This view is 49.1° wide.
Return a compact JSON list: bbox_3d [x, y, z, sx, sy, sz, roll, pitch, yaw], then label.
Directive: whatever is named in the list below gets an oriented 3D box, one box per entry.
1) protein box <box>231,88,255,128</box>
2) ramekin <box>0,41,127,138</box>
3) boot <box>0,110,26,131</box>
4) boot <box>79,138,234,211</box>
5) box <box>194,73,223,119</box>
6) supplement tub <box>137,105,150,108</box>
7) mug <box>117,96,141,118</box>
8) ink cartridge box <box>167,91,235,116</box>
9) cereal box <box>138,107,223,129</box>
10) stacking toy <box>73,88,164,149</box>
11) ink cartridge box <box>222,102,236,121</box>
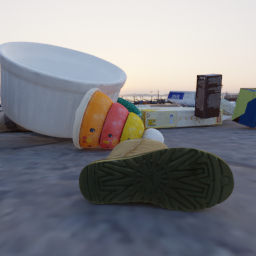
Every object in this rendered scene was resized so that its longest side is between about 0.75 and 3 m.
[{"bbox_3d":[3.526,-0.584,7.765,0.970,0.963,0.655,-7,24,-38],"label":"protein box"},{"bbox_3d":[-1.286,-0.778,5.450,2.365,1.153,2.365,13,24,-6],"label":"ramekin"},{"bbox_3d":[-2.374,-0.215,6.930,1.600,0.769,2.189,-9,7,-28],"label":"boot"},{"bbox_3d":[0.257,0.288,2.469,1.107,0.418,1.264,1,4,12],"label":"boot"},{"bbox_3d":[2.169,-0.868,7.570,0.584,1.166,0.437,-8,17,-26],"label":"box"},{"bbox_3d":[0.930,-1.106,17.032,0.811,0.588,0.588,0,5,0],"label":"supplement tub"},{"bbox_3d":[-0.221,-0.340,6.838,0.843,0.635,1.026,18,24,-33],"label":"mug"},{"bbox_3d":[2.725,-0.773,9.762,2.008,0.408,2.004,19,-3,-33],"label":"ink cartridge box"},{"bbox_3d":[1.191,-0.357,8.724,2.827,0.559,2.034,-2,6,-27],"label":"cereal box"},{"bbox_3d":[-0.090,0.004,4.207,1.309,0.956,0.956,16,7,6],"label":"stacking toy"},{"bbox_3d":[2.794,-0.517,11.684,2.714,0.641,2.172,-20,16,-32],"label":"ink cartridge box"}]
